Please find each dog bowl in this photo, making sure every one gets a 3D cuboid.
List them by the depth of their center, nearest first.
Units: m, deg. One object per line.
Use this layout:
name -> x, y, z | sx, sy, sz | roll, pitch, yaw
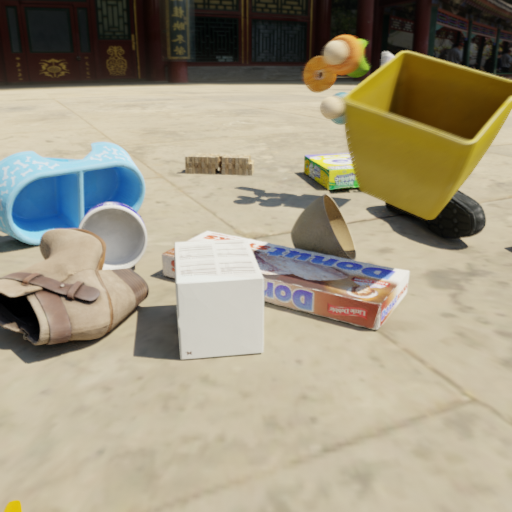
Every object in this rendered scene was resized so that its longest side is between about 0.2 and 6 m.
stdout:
dog bowl -> -2.395, -0.316, 9.343 | 1.129, 1.129, 0.444 | -5, 18, -12
dog bowl -> -3.576, -1.168, 10.914 | 3.149, 1.755, 0.781 | -17, 39, -38

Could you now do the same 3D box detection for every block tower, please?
block tower -> -1.048, -2.654, 16.185 | 1.946, 0.526, 0.562 | 3, 21, 5

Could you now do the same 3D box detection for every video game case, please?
video game case -> 2.890, -3.444, 12.210 | 0.158, 1.750, 1.253 | 4, 13, 23

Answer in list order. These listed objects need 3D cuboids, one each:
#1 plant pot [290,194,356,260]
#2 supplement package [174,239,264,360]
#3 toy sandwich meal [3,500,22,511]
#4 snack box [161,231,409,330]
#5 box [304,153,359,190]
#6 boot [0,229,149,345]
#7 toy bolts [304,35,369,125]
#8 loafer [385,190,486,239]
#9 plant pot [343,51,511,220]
plant pot -> 1.084, -0.336, 9.635 | 0.822, 1.225, 1.225 | -25, 13, 21
supplement package -> -0.519, 0.515, 7.310 | 1.047, 1.055, 1.390 | -3, 22, -8
toy sandwich meal -> -2.234, 2.171, 3.727 | 1.677, 0.574, 1.677 | 0, 21, 0
snack box -> 0.372, 0.275, 8.754 | 3.693, 0.449, 1.328 | 12, 24, 28
box -> 2.310, -2.284, 15.179 | 1.439, 0.593, 2.453 | -5, 23, -12
boot -> -2.874, 0.344, 7.774 | 2.641, 0.928, 1.931 | 21, 23, 31
toy bolts -> 1.635, -3.823, 12.515 | 1.760, 1.843, 1.278 | -5, 7, 38
loafer -> 3.746, -1.135, 11.536 | 1.082, 1.047, 3.084 | -14, 20, -12
plant pot -> 2.420, -1.653, 8.129 | 1.843, 1.625, 1.843 | 27, 52, 26
